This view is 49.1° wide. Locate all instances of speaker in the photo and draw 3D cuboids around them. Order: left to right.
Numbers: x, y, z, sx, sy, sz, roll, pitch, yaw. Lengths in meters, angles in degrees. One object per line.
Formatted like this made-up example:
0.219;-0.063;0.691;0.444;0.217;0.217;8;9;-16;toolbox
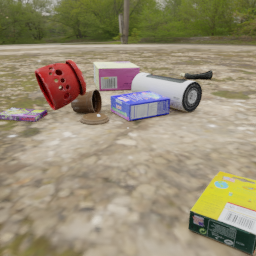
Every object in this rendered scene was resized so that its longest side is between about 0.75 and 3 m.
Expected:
1.313;-1.345;10.188;1.059;1.059;2.607;-15;25;-36;speaker

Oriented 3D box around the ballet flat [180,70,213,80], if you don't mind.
3.743;-2.941;15.360;1.766;0.502;0.587;2;20;4;ballet flat

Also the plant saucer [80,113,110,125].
-1.026;-0.298;8.639;0.910;0.134;0.910;0;19;0;plant saucer

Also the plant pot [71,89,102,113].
-1.395;-0.842;9.288;0.818;0.826;0.826;-2;18;18;plant pot

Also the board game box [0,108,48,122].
-3.353;-0.436;8.953;1.313;0.212;0.788;5;16;13;board game box

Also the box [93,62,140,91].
-0.609;-2.525;13.426;1.889;1.038;2.148;-4;21;-12;box

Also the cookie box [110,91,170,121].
0.382;-0.768;9.253;1.543;0.580;1.320;-10;22;-27;cookie box

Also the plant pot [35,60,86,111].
-1.133;-0.769;4.833;0.687;0.754;0.754;-28;29;-18;plant pot

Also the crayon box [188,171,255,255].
1.596;1.176;4.229;0.892;0.357;1.405;13;24;32;crayon box
